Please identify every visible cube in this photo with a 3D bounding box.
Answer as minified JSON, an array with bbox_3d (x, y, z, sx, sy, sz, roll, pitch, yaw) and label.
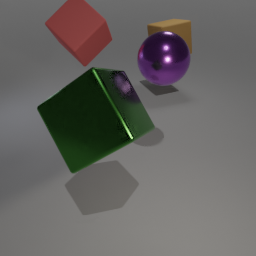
[{"bbox_3d":[1.812,-3.882,12.232,1.400,1.400,1.400,-18,28,-16],"label":"cube"},{"bbox_3d":[-0.550,-0.183,5.402,1.400,1.400,1.400,-30,-3,22],"label":"cube"},{"bbox_3d":[-1.563,-3.173,9.243,1.400,1.400,1.400,44,89,9],"label":"cube"}]

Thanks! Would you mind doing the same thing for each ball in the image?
[{"bbox_3d":[0.943,-1.828,7.425,1.400,1.400,1.400,0,31,0],"label":"ball"}]
